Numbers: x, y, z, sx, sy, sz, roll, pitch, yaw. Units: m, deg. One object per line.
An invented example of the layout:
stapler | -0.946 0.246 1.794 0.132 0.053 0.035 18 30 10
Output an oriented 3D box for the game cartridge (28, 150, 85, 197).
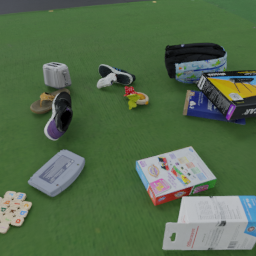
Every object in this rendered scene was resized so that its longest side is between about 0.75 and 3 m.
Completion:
game cartridge | -2.100 1.357 8.583 1.063 0.326 1.597 18 43 26

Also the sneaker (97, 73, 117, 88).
sneaker | -0.944 -2.029 12.381 0.996 0.371 0.434 -31 66 17

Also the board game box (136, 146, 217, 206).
board game box | 1.406 1.378 8.460 1.955 0.394 1.496 -13 41 -15

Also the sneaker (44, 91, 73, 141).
sneaker | -2.243 -0.565 10.068 0.932 0.806 2.128 -28 42 35

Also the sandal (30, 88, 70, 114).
sandal | -3.201 -1.241 11.498 0.804 0.540 2.001 26 45 25

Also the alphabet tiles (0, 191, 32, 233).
alphabet tiles | -3.310 2.265 7.638 1.201 0.090 1.228 6 40 8

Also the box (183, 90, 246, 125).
box | 3.470 -0.860 11.188 2.372 0.384 1.437 11 40 10

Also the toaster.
toaster | -3.179 -2.329 12.360 1.458 0.942 0.829 20 34 37

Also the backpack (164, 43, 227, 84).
backpack | 3.142 -3.010 12.802 2.635 2.026 2.150 -14 33 16

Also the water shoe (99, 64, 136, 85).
water shoe | -0.523 -2.453 13.036 1.850 0.661 0.730 27 27 22

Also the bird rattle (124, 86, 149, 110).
bird rattle | 0.341 -1.239 11.649 1.016 0.702 1.246 8 26 -8

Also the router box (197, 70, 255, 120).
router box | 4.515 -1.383 11.018 2.896 0.739 2.160 -8 46 -24

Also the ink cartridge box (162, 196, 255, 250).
ink cartridge box | 1.916 2.282 6.692 2.190 1.270 0.743 0 40 -1
